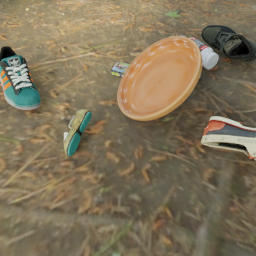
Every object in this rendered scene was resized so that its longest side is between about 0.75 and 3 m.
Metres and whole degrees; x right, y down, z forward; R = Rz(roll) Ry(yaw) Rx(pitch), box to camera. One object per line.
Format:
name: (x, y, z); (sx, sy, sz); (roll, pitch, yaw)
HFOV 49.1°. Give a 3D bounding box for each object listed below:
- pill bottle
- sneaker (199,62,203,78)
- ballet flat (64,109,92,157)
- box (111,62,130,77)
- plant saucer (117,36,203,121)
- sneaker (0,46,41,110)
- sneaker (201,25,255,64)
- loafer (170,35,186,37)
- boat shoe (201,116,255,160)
pill bottle: (2.769, -2.858, 10.769); (0.777, 0.777, 1.340); (-25, 52, -23)
sneaker: (1.661, -2.580, 10.399); (2.370, 0.954, 0.905); (24, 52, 25)
ballet flat: (-1.526, 0.105, 7.943); (0.535, 0.535, 1.513); (16, 66, 15)
box: (0.031, -2.099, 10.443); (1.186, 0.206, 0.652); (16, 48, 15)
plant saucer: (0.948, -1.446, 8.488); (2.912, 0.545, 2.912); (-24, 49, 30)
sneaker: (-3.729, -1.713, 9.284); (1.014, 1.136, 2.842); (-19, 49, -32)
sneaker: (3.789, -3.380, 10.811); (2.548, 0.974, 1.460); (44, 27, 27)
loafer: (1.921, -3.512, 11.523); (0.586, 0.585, 1.677); (19, 46, 30)
boat shoe: (3.273, 0.435, 7.443); (2.575, 0.916, 0.806); (19, 70, 25)
